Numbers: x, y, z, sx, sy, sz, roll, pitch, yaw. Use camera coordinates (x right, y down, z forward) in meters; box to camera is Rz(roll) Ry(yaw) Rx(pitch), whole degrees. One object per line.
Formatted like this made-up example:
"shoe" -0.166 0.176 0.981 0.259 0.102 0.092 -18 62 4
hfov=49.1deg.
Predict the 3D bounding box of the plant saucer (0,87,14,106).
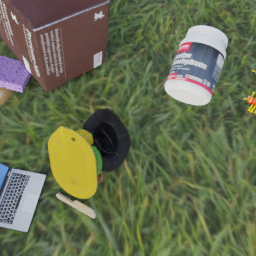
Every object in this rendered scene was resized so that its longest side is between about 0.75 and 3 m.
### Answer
"plant saucer" -4.583 -1.388 9.090 1.712 0.303 1.712 0 65 0

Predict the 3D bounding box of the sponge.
"sponge" -4.217 -1.854 8.960 2.057 0.307 1.147 13 51 -6

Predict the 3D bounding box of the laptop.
"laptop" -3.251 1.691 7.247 1.672 0.969 1.566 10 65 5

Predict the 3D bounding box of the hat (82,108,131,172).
"hat" -0.769 0.397 7.933 0.739 1.833 1.833 -20 62 41

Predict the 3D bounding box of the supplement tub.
"supplement tub" 1.614 -1.436 6.587 1.113 1.113 1.586 20 83 9

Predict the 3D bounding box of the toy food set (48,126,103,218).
"toy food set" -1.212 0.964 7.200 1.426 2.424 0.792 16 31 24

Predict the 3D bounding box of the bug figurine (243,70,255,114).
"bug figurine" 4.479 -1.182 8.918 1.315 0.436 1.696 22 66 10

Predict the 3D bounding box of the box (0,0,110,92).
"box" -2.418 -3.285 8.636 2.410 2.435 2.935 -33 68 -25
